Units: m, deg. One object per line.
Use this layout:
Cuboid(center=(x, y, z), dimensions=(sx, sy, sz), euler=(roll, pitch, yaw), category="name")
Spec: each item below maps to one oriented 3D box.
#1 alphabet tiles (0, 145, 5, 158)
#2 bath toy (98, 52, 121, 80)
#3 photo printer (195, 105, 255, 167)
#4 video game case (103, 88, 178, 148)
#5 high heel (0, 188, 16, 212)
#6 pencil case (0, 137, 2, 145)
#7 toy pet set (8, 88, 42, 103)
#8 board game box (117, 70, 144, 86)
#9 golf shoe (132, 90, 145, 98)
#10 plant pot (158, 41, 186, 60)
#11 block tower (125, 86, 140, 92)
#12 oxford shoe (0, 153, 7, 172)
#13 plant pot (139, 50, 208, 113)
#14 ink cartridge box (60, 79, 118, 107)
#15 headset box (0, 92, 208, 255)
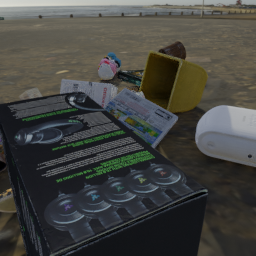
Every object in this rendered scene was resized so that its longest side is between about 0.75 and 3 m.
Cuboid(center=(-3.979, 0.336, 7.946), dimensions=(2.535, 0.096, 2.119), euler=(-3, 27, -5), category="alphabet tiles")
Cuboid(center=(-1.001, -3.168, 14.169), dimensions=(1.055, 0.896, 2.425), euler=(3, 27, 7), category="bath toy")
Cuboid(center=(3.107, 0.162, 7.384), dimensions=(2.511, 0.872, 2.089), euler=(13, 29, 23), category="photo printer")
Cuboid(center=(0.164, -0.199, 7.756), dimensions=(1.878, 0.207, 1.712), euler=(31, 55, 19), category="video game case")
Cuboid(center=(-2.319, 1.229, 5.627), dimensions=(0.912, 0.457, 1.280), euler=(30, 23, 36), category="high heel")
Cuboid(center=(-3.806, 0.136, 7.282), dimensions=(2.172, 0.985, 0.903), euler=(-12, 0, -24), category="pencil case")
Cuboid(center=(-3.377, -0.695, 9.623), dimensions=(1.499, 0.852, 1.605), euler=(-26, 7, 34), category="toy pet set")
Cuboid(center=(1.224, -2.214, 12.376), dimensions=(2.839, 0.400, 1.920), euler=(-12, 28, -39), category="board game box")
Cuboid(center=(0.025, -0.858, 9.337), dimensions=(0.781, 0.891, 2.023), euler=(-19, 21, -31), category="golf shoe")
Cuboid(center=(2.453, -4.202, 16.048), dimensions=(1.233, 1.246, 1.246), euler=(-22, 33, -22), category="plant pot")
Cuboid(center=(0.416, -1.588, 11.606), dimensions=(1.041, 0.281, 0.301), euler=(-4, 25, -12), category="block tower")
Cuboid(center=(-3.848, 0.997, 5.655), dimensions=(0.997, 0.975, 2.735), euler=(24, 35, 32), category="oxford shoe")
Cuboid(center=(1.773, -1.628, 10.121), dimensions=(1.864, 1.822, 1.810), euler=(0, 23, -34), category="plant pot")
Cuboid(center=(-1.263, -0.816, 8.864), dimensions=(1.689, 1.240, 0.700), euler=(8, 2, 15), category="ink cartridge box")
Cuboid(center=(-0.517, 1.214, 3.392), dimensions=(1.333, 2.501, 2.873), euler=(-14, 29, -26), category="headset box")
